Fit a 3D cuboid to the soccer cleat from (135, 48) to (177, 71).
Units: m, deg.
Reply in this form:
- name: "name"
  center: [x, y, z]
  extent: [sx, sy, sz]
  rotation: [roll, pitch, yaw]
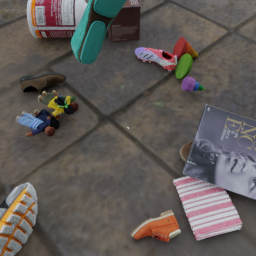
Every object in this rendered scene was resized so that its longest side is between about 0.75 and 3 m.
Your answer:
- name: "soccer cleat"
  center: [0.972, -2.523, 9.668]
  extent: [1.629, 0.623, 0.543]
  rotation: [30, 58, 21]

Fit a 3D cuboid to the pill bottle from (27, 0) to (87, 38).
- name: "pill bottle"
  center: [-2.309, -4.080, 10.390]
  extent: [2.487, 1.405, 1.405]
  rotation: [-1, 52, -3]

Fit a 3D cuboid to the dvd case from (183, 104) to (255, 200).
- name: "dvd case"
  center: [2.740, 0.657, 6.700]
  extent: [2.416, 0.193, 1.797]
  rotation: [19, 87, 3]

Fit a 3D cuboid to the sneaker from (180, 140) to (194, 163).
- name: "sneaker"
  center: [2.488, 0.387, 7.268]
  extent: [2.268, 0.857, 0.799]
  rotation: [-7, 53, -6]

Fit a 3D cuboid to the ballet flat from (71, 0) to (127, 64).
- name: "ballet flat"
  center: [-0.846, -3.099, 7.495]
  extent: [0.942, 2.798, 0.985]
  rotation: [1, 39, -46]

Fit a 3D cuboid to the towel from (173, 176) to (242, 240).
- name: "towel"
  center: [1.835, 1.768, 6.630]
  extent: [1.134, 0.232, 1.549]
  rotation: [-11, 50, -9]

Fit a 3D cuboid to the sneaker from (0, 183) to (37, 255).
- name: "sneaker"
  center: [-2.902, 2.348, 5.615]
  extent: [1.137, 1.152, 2.943]
  rotation: [15, 54, 18]

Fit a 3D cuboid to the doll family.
- name: "doll family"
  center: [-2.185, -0.400, 7.994]
  extent: [1.166, 0.792, 2.018]
  rotation: [27, 62, 14]

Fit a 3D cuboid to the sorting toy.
- name: "sorting toy"
  center: [2.124, -2.058, 9.382]
  extent: [0.837, 0.842, 2.430]
  rotation: [14, 48, -19]

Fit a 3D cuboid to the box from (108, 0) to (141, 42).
- name: "box"
  center: [-0.188, -4.137, 10.417]
  extent: [1.160, 1.413, 1.172]
  rotation: [-5, 53, -4]

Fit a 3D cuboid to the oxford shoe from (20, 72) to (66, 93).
- name: "oxford shoe"
  center: [-2.668, -1.384, 8.921]
  extent: [1.456, 0.529, 0.614]
  rotation: [-13, 65, -3]

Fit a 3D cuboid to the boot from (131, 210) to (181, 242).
- name: "boot"
  center: [0.623, 2.266, 6.130]
  extent: [1.079, 0.405, 0.579]
  rotation: [-19, 60, -15]
